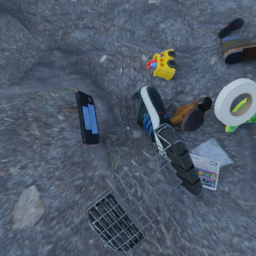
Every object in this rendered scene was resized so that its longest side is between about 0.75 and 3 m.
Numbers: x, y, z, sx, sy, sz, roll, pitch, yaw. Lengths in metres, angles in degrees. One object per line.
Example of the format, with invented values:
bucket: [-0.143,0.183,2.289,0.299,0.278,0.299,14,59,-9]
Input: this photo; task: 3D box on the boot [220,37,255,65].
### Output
boot: [4.212,-2.852,9.659,2.048,0.765,0.992,-8,56,-2]

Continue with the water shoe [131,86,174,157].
water shoe: [0.774,-0.155,8.545,0.790,0.872,2.211,-10,82,-44]

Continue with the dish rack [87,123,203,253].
dish rack: [0.443,1.578,6.797,2.940,2.255,0.802,-37,34,-11]

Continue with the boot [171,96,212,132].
boot: [1.583,-0.303,8.135,0.494,1.444,1.359,41,63,-17]

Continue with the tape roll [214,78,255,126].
tape roll: [3.016,-0.686,7.654,1.375,1.375,0.251,-20,37,-9]

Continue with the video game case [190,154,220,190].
video game case: [2.141,1.267,8.139,0.953,0.110,0.869,15,65,6]

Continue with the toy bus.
toy bus: [1.096,-2.182,9.400,0.938,0.663,0.977,7,64,-11]

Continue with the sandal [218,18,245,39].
sandal: [3.787,-3.704,10.366,1.079,0.243,0.405,-32,107,4]

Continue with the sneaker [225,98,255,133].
sneaker: [3.734,-0.463,8.635,1.860,0.689,0.777,-39,65,-17]

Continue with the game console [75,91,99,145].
game console: [-1.134,-0.257,8.024,0.230,1.311,1.482,-10,87,6]
